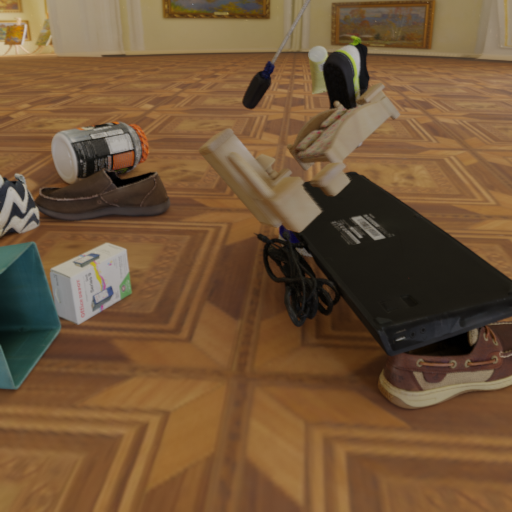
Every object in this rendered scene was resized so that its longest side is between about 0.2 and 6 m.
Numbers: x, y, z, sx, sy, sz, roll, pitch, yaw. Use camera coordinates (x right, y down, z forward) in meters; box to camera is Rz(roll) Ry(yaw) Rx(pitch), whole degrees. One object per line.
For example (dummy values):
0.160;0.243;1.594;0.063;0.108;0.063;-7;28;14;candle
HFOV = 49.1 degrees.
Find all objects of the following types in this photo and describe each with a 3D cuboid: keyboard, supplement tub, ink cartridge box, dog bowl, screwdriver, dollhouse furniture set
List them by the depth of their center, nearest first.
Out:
0.844;-1.961;7.909;3.038;1.484;2.591;-43;15;-5;dollhouse furniture set
-2.495;0.404;8.541;0.495;0.822;1.132;17;30;31;ink cartridge box
1.408;0.047;8.688;2.749;1.047;5.282;-12;26;-8;keyboard
1.245;-0.583;10.837;1.609;0.634;1.609;0;25;0;dog bowl
0.396;-4.160;11.532;0.435;2.993;0.417;-20;69;-33;screwdriver
-3.981;-2.701;14.460;1.348;1.348;2.201;23;33;39;supplement tub

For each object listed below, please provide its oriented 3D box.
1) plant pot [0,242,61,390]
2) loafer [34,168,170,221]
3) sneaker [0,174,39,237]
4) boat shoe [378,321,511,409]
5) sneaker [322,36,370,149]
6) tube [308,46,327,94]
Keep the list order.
-3.886;0.786;7.238;1.979;1.399;1.398;-4;25;8;plant pot
-3.343;-1.438;12.173;2.877;1.021;1.051;-4;26;-9;loafer
-5.220;-0.956;10.735;0.855;1.393;2.141;19;31;35;sneaker
2.624;1.118;6.967;2.437;0.877;0.879;-10;27;-20;boat shoe
1.776;-2.844;9.965;0.757;2.112;0.875;35;67;31;sneaker
1.443;-4.070;12.517;0.447;0.400;1.540;35;-5;20;tube
